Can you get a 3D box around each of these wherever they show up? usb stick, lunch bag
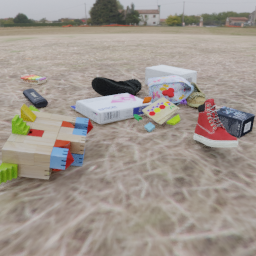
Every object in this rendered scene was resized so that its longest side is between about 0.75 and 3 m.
[{"bbox_3d":[-4.128,-1.343,12.400,0.611,0.360,2.205,-13,27,-29],"label":"usb stick"},{"bbox_3d":[1.813,-1.635,12.126,1.825,1.160,1.547,-9,21,4],"label":"lunch bag"}]

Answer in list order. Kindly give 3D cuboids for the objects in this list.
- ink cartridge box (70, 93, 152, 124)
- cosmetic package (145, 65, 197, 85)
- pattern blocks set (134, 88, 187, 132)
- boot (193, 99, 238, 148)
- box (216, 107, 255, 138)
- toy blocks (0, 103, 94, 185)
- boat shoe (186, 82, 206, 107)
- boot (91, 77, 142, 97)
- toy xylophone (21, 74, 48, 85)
[{"bbox_3d":[-0.703,-0.921,11.124,2.427,0.535,2.472,-14,28,-34],"label":"ink cartridge box"},{"bbox_3d":[2.178,-2.599,14.579,1.372,0.986,2.431,-18,28,-37],"label":"cosmetic package"},{"bbox_3d":[1.177,-0.640,9.938,1.945,0.158,1.709,-26,49,-13],"label":"pattern blocks set"},{"bbox_3d":[2.479,-0.161,7.947,0.652,1.299,1.801,3,9,-17],"label":"boot"},{"bbox_3d":[3.486,-0.223,9.442,0.860,0.620,1.158,-20,30,-39],"label":"box"},{"bbox_3d":[-1.951,0.408,7.362,1.937,1.416,2.834,8,27,-7],"label":"toy blocks"},{"bbox_3d":[2.961,-1.437,12.221,0.774,0.667,2.121,2,23,4],"label":"boat shoe"},{"bbox_3d":[-0.495,-1.949,13.040,2.135,0.803,1.596,20,28,5],"label":"boot"},{"bbox_3d":[-5.188,-2.750,15.676,1.500,0.377,1.098,9,24,19],"label":"toy xylophone"}]
